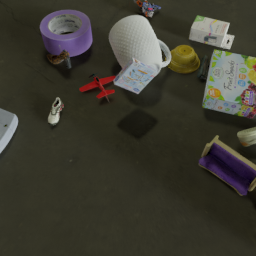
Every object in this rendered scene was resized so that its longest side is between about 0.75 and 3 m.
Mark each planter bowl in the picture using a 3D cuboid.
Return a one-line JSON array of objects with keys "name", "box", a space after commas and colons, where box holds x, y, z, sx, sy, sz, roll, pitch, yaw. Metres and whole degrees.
[{"name": "planter bowl", "box": [2.263, -2.945, 11.407, 1.441, 0.600, 1.441, 0, 54, 0]}]

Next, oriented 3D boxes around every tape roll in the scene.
[{"name": "tape roll", "box": [-2.624, -4.079, 12.018, 2.109, 0.896, 2.109, 0, 54, 0]}]

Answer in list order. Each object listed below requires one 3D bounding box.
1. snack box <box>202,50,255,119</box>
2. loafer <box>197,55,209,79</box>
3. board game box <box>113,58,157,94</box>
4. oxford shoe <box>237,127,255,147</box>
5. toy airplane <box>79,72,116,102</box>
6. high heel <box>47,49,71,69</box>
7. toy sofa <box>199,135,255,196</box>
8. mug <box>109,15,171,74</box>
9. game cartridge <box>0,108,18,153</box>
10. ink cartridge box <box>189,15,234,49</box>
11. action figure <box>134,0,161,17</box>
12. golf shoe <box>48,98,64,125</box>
[{"name": "snack box", "box": [3.909, -1.716, 10.485, 1.841, 0.686, 2.589, 13, 56, 9]}, {"name": "loafer", "box": [3.061, -2.413, 11.218, 0.360, 0.411, 1.143, 25, 63, -7]}, {"name": "board game box", "box": [0.248, -1.723, 9.413, 1.081, 1.078, 0.222, 18, 41, -37]}, {"name": "oxford shoe", "box": [4.420, 0.232, 9.268, 1.820, 0.684, 0.526, -12, 96, -18]}, {"name": "toy airplane", "box": [-1.060, -1.577, 10.638, 1.555, 0.286, 1.555, -1, 56, 1]}, {"name": "high heel", "box": [-2.830, -2.956, 11.237, 1.235, 0.880, 0.441, 25, 59, 16]}, {"name": "toy sofa", "box": [3.094, 1.131, 8.470, 1.788, 0.740, 0.872, 38, 62, 23]}, {"name": "mug", "box": [0.649, -2.945, 10.850, 2.337, 1.725, 2.049, -7, 63, -30]}, {"name": "game cartridge", "box": [-4.910, 0.388, 9.161, 1.726, 0.530, 2.594, 19, 57, 17]}, {"name": "ink cartridge box", "box": [3.730, -4.197, 12.259, 1.836, 0.618, 1.075, 19, 57, 13]}, {"name": "action figure", "box": [0.936, -5.808, 13.550, 1.238, 0.647, 1.197, -5, 58, -36]}, {"name": "golf shoe", "box": [-2.591, -0.588, 9.851, 0.405, 0.462, 1.050, 6, 57, 3]}]
